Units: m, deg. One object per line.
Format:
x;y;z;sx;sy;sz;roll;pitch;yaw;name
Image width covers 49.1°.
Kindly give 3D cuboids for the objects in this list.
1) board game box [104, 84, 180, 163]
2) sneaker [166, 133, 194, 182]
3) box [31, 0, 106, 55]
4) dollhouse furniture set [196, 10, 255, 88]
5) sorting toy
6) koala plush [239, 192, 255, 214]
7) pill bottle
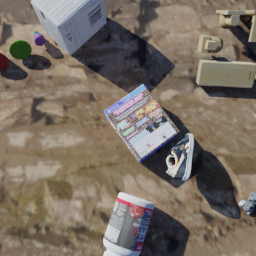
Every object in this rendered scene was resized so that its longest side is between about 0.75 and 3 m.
0.498;-0.143;10.746;1.831;1.112;2.297;-35;80;-7;board game box
1.851;0.898;9.986;0.801;0.791;2.016;17;47;1;sneaker
-2.195;-4.545;11.076;1.493;2.272;2.284;44;81;8;box
4.264;-3.407;11.750;2.735;2.343;2.876;3;113;1;dollhouse furniture set
-4.733;-3.399;11.733;2.556;0.886;0.880;-28;56;-4;sorting toy
4.618;2.835;10.454;0.683;0.707;0.770;44;103;-4;koala plush
-0.059;3.636;9.837;1.361;1.361;2.458;18;79;4;pill bottle
